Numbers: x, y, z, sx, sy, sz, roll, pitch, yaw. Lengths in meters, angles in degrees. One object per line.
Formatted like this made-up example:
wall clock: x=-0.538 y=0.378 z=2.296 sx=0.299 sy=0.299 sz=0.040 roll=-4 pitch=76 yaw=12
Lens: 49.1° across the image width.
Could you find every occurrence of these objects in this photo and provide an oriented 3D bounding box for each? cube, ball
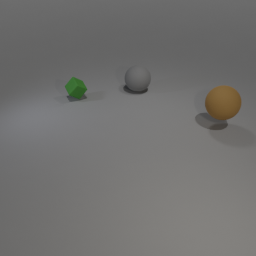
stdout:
cube: x=-2.590 y=-1.996 z=13.968 sx=0.700 sy=0.700 sz=0.700 roll=18 pitch=34 yaw=-50
ball: x=0.520 y=-2.640 z=14.888 sx=1.400 sy=1.400 sz=1.400 roll=0 pitch=31 yaw=0
ball: x=3.837 y=-1.016 z=11.325 sx=1.400 sy=1.400 sz=1.400 roll=0 pitch=31 yaw=0
